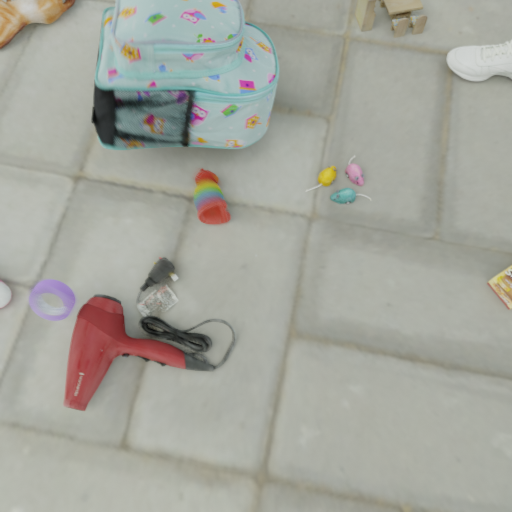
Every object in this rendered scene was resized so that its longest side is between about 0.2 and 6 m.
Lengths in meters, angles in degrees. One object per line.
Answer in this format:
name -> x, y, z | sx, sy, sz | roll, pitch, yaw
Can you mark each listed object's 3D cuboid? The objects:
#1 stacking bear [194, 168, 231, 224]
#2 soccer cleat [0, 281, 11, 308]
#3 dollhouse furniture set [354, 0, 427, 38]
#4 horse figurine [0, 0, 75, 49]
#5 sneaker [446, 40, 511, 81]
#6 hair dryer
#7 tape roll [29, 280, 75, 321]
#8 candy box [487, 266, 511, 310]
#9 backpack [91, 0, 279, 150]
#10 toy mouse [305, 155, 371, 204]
stacking bear -> -0.937, -1.234, 11.105 | 0.626, 0.669, 1.101 | -15, 57, 2
soccer cleat -> -5.451, 0.438, 10.235 | 1.919, 0.829, 0.670 | 21, 68, 8
dollhouse furniture set -> 3.120, -5.859, 12.915 | 1.458, 0.968, 1.277 | -12, 67, -5
horse figurine -> -5.302, -5.903, 13.074 | 2.580, 0.644, 1.710 | -21, 80, -15
sneaker -> 5.379, -4.392, 12.181 | 2.316, 1.154, 0.867 | 5, 67, 4
hair dryer -> -2.108, 1.534, 9.755 | 3.069, 0.834, 2.338 | -37, 71, -14
tape roll -> -3.460, 0.756, 9.509 | 0.711, 0.711, 0.233 | 3, 32, 1
candy box -> 4.995, 0.450, 10.511 | 1.108, 0.306, 0.640 | -30, 71, -13
backpack -> -1.274, -3.642, 10.919 | 3.516, 2.695, 3.091 | 6, 47, -16
toy mouse -> 1.865, -1.488, 11.390 | 1.170, 0.255, 1.316 | 37, 71, 15
